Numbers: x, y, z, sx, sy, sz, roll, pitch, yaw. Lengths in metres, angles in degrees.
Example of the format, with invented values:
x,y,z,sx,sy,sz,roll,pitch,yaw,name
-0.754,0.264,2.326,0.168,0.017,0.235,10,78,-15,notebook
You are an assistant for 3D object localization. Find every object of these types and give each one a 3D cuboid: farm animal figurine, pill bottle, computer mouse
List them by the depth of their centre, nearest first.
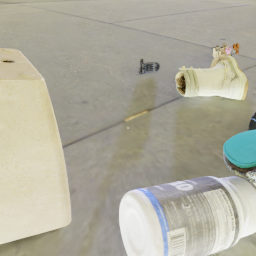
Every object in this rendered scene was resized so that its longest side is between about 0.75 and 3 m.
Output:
x,y,z,sx,sy,sz,roll,pitch,yaw,name
0.972,1.350,4.252,1.988,1.131,1.131,-5,31,-25,pill bottle
0.829,-2.431,11.064,0.902,0.624,0.238,-4,19,-21,computer mouse
4.189,-3.245,12.329,1.309,0.683,1.295,-20,24,-17,farm animal figurine

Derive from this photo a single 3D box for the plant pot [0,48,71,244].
x,y,z,sx,sy,sz,roll,pitch,yaw,name
-2.616,0.074,4.652,2.817,2.496,2.820,-6,30,-31,plant pot

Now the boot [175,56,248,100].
x,y,z,sx,sy,sz,roll,pitch,yaw,name
2.671,-1.809,9.647,2.089,0.973,2.701,0,33,0,boot

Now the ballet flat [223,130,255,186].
x,y,z,sx,sy,sz,roll,pitch,yaw,name
2.155,0.622,3.780,1.049,1.049,2.917,-1,1,-2,ballet flat

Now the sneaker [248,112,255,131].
x,y,z,sx,sy,sz,roll,pitch,yaw,name
3.842,0.438,5.824,1.021,1.134,2.911,-22,38,-32,sneaker
